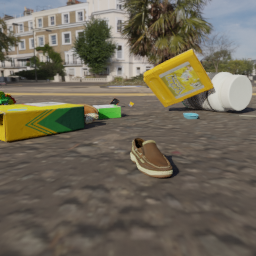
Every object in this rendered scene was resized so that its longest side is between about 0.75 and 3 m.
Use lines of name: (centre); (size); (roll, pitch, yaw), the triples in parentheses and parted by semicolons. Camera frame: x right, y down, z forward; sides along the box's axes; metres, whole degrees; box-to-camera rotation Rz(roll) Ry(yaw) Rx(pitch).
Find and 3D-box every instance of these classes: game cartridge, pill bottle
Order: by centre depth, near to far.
game cartridge: (1.949, -1.843, 11.002); (2.193, 1.933, 0.356); (-23, 40, 28)
pill bottle: (3.737, -1.593, 12.306); (1.678, 1.678, 2.967); (-6, 12, -29)

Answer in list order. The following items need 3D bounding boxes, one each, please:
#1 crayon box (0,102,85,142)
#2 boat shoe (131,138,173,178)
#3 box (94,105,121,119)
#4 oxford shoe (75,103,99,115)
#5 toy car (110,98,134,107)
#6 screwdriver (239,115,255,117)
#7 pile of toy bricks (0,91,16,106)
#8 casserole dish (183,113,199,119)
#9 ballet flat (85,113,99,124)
crayon box: (-2.778, -0.226, 7.458); (1.775, 0.710, 2.796); (9, 13, 41)
boat shoe: (0.327, 0.430, 4.574); (0.459, 0.460, 1.242); (-4, 11, -22)
box: (-0.800, -0.606, 10.427); (0.870, 0.421, 0.768); (-5, 13, -22)
oxford shoe: (-1.871, -0.440, 9.506); (1.749, 0.624, 0.623); (0, 35, 11)
toy car: (-0.323, -1.069, 13.687); (1.151, 0.564, 0.383); (16, -35, -5)
screwdriver: (4.915, -0.404, 9.494); (2.235, 0.312, 0.325); (5, 39, 12)
pile of toy bricks: (-4.563, -0.846, 9.855); (1.210, 1.077, 2.182); (5, 11, 25)
casserole dish: (2.285, -0.433, 10.201); (0.473, 0.151, 0.780); (0, 11, -2)
ballet flat: (-1.424, -0.255, 8.961); (0.974, 0.368, 0.311); (-5, 40, -4)
